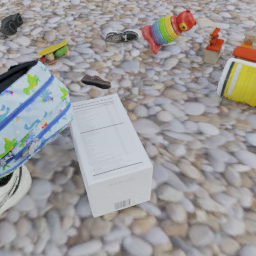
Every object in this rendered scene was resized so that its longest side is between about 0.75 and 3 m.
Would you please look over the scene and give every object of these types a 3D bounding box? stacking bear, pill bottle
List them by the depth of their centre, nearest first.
[{"bbox_3d":[0.968,-2.250,6.316,1.105,0.671,0.628,-16,37,34],"label":"stacking bear"},{"bbox_3d":[4.359,-1.390,9.333,2.436,1.364,1.364,21,49,20],"label":"pill bottle"}]

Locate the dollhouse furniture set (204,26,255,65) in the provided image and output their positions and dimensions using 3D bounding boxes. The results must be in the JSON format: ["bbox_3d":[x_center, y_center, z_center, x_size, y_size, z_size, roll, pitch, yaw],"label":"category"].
[{"bbox_3d":[4.343,-2.953,10.889,2.512,1.308,2.539,21,50,20],"label":"dollhouse furniture set"}]

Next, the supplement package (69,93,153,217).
[{"bbox_3d":[-0.564,0.594,7.308,1.541,1.484,2.710,-13,47,-12],"label":"supplement package"}]

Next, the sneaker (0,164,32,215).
[{"bbox_3d":[-3.427,1.765,6.298,1.112,1.288,2.939,13,47,14],"label":"sneaker"}]

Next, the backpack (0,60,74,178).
[{"bbox_3d":[-2.553,-0.144,5.864,2.840,2.183,2.317,-60,24,-11],"label":"backpack"}]

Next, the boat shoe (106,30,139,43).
[{"bbox_3d":[-0.263,-4.068,12.516,1.489,0.550,0.449,7,46,11],"label":"boat shoe"}]

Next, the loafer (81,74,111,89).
[{"bbox_3d":[-0.933,-1.435,8.386,0.973,0.355,0.345,16,74,13],"label":"loafer"}]

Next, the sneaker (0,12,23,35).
[{"bbox_3d":[-5.699,-4.908,13.357,0.822,0.688,1.812,-4,38,10],"label":"sneaker"}]

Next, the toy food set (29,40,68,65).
[{"bbox_3d":[-3.110,-2.997,11.532,1.068,0.593,1.814,6,38,41],"label":"toy food set"}]
